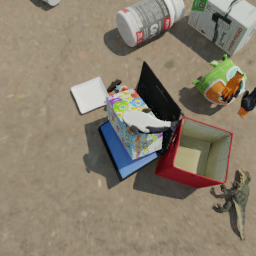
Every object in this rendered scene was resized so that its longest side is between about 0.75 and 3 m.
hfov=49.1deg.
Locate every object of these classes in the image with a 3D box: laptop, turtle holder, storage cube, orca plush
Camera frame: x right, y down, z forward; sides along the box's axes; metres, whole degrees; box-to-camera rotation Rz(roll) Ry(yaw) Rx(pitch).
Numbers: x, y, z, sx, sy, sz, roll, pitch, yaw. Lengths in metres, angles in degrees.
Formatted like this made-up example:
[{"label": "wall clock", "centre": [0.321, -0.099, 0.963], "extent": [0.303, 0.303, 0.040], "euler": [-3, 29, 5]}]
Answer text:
[{"label": "laptop", "centre": [0.182, -0.235, 9.442], "extent": [1.543, 2.987, 2.648], "euler": [-10, 49, -22]}, {"label": "turtle holder", "centre": [3.713, -1.745, 10.963], "extent": [1.655, 2.178, 1.547], "euler": [-45, 77, 24]}, {"label": "storage cube", "centre": [2.182, 0.931, 9.499], "extent": [2.046, 1.839, 1.749], "euler": [18, 70, -8]}, {"label": "orca plush", "centre": [0.635, -0.086, 7.951], "extent": [1.629, 0.579, 0.857], "euler": [-2, 55, 20]}]

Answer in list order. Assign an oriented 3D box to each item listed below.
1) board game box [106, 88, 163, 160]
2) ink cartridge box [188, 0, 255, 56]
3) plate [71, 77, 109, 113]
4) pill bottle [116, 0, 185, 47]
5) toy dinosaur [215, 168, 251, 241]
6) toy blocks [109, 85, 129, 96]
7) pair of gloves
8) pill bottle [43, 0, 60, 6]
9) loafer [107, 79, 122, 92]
[{"label": "board game box", "centre": [0.170, -0.182, 9.262], "extent": [1.076, 1.095, 2.088], "euler": [-19, 48, -15]}, {"label": "ink cartridge box", "centre": [3.972, -4.567, 11.739], "extent": [1.084, 1.913, 2.609], "euler": [-43, 74, -14]}, {"label": "plate", "centre": [-1.502, -1.315, 11.399], "extent": [1.293, 0.209, 1.295], "euler": [-23, 71, -9]}, {"label": "pill bottle", "centre": [0.976, -4.748, 12.003], "extent": [2.693, 1.534, 1.534], "euler": [-30, 72, -10]}, {"label": "toy dinosaur", "centre": [3.709, 2.518, 9.762], "extent": [1.104, 0.594, 2.505], "euler": [13, 73, -2]}, {"label": "toy blocks", "centre": [-0.282, -1.307, 11.020], "extent": [1.031, 0.449, 1.237], "euler": [-21, 42, -32]}, {"label": "pair of gloves", "centre": [3.615, -1.076, 9.001], "extent": [0.159, 1.145, 1.285], "euler": [-7, 45, -35]}, {"label": "pill bottle", "centre": [-3.904, -6.485, 12.995], "extent": [0.934, 0.934, 1.652], "euler": [-42, 75, -14]}, {"label": "loafer", "centre": [-0.604, -1.766, 11.564], "extent": [0.268, 0.274, 0.751], "euler": [41, 65, 18]}]
